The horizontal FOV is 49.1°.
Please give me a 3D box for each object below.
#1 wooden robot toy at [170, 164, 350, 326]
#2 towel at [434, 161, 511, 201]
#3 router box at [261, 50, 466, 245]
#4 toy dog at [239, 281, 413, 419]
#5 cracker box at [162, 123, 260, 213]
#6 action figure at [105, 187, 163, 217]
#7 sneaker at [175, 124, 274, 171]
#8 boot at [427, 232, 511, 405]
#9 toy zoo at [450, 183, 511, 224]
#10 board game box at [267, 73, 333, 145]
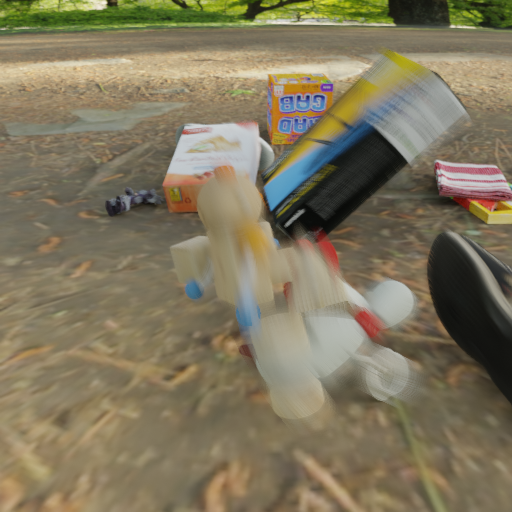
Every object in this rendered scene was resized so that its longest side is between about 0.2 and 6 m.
[{"bbox_3d":[-0.091,-0.287,5.706,1.324,1.364,3.006,-19,12,-21],"label":"wooden robot toy"},{"bbox_3d":[4.299,-1.550,11.209,1.343,0.212,1.865,6,28,10],"label":"towel"},{"bbox_3d":[1.562,-1.825,9.391,3.217,0.822,2.400,-43,24,15],"label":"router box"},{"bbox_3d":[0.637,0.816,5.742,2.022,1.334,0.974,1,6,-38],"label":"toy dog"},{"bbox_3d":[-0.799,-1.787,11.003,1.568,0.675,2.341,-2,39,7],"label":"cracker box"},{"bbox_3d":[-2.259,-1.076,10.540,0.761,0.406,1.170,4,21,32],"label":"action figure"},{"bbox_3d":[-0.590,-2.591,12.897,2.635,0.927,1.056,22,26,31],"label":"sneaker"},{"bbox_3d":[3.329,0.673,6.244,2.025,0.984,2.690,-4,36,-17],"label":"boot"},{"bbox_3d":[4.591,-1.019,10.617,1.318,0.205,2.008,-5,28,-10],"label":"toy zoo"},{"bbox_3d":[1.099,-3.870,14.654,1.522,1.522,1.523,-2,28,-3],"label":"board game box"}]
